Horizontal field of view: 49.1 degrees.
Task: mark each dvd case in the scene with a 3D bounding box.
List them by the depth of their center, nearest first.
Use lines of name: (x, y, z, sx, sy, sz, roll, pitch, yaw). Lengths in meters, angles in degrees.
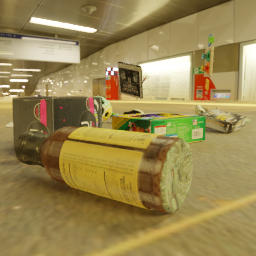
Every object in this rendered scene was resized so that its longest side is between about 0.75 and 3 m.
dvd case: (0.135, -2.550, 15.085, 1.434, 1.908, 0.236, 18, 42, 26)

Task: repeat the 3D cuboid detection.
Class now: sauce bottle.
sauce bottle: (-0.553, 0.428, 4.039, 2.902, 0.939, 0.939, 7, 10, 37)

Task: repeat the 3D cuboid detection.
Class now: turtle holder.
turtle holder: (-1.267, -0.718, 12.820, 1.234, 1.624, 1.154, -38, 8, -1)

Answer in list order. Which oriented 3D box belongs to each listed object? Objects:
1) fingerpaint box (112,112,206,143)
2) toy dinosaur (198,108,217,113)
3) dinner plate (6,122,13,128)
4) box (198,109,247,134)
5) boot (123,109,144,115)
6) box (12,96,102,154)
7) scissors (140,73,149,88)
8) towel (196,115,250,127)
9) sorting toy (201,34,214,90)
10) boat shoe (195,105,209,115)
fingerpaint box: (0.882, -0.015, 8.183, 2.141, 0.785, 1.786, -5, 9, -35)
toy dinosaur: (3.969, -0.721, 13.064, 1.493, 0.354, 0.658, 3, 21, -1)
dinner plate: (-4.232, -0.209, 12.030, 1.917, 0.232, 1.917, 0, 9, 0)
box: (3.511, -0.296, 10.424, 1.270, 0.387, 1.603, 22, 24, 36)
boot: (0.598, -0.708, 14.730, 1.085, 0.545, 1.504, -4, 5, -39)
box: (-1.604, -0.123, 6.871, 1.143, 1.318, 2.156, 3, 8, 23)
scissors: (0.687, -2.149, 12.775, 0.275, 0.752, 0.052, 41, 14, 17)
towel: (3.779, -0.335, 12.572, 2.264, 0.347, 2.969, 9, 9, 42)
sorting toy: (2.475, -2.062, 8.814, 0.237, 1.742, 0.981, 1, 11, 4)
boat shoe: (4.161, -0.968, 15.734, 0.695, 0.759, 2.032, -4, 5, 18)
